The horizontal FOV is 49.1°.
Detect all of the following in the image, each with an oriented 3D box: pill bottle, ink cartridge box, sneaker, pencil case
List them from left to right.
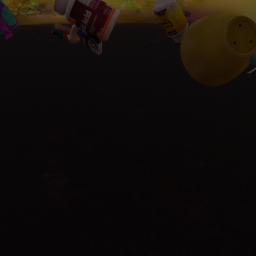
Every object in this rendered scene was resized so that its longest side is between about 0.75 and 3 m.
[{"bbox_3d":[-2.221,-1.961,4.237,0.518,1.216,0.562,-39,52,-7],"label":"pencil case"},{"bbox_3d":[-2.568,-3.799,11.298,1.140,0.456,0.407,11,44,-50],"label":"sneaker"},{"bbox_3d":[-1.215,-3.412,8.245,1.739,0.993,0.993,26,24,-10],"label":"pill bottle"},{"bbox_3d":[-1.545,-3.584,10.942,1.217,1.205,0.264,38,71,8],"label":"ink cartridge box"},{"bbox_3d":[1.384,-3.357,8.717,0.735,1.346,0.735,-27,37,22],"label":"pill bottle"}]

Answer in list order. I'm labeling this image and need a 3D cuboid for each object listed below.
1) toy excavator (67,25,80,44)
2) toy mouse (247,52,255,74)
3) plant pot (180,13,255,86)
[{"bbox_3d":[-1.551,-3.823,10.042,1.472,1.431,0.735,-19,61,-9],"label":"toy excavator"},{"bbox_3d":[2.801,-1.234,5.360,1.198,0.261,1.348,-10,47,-17],"label":"toy mouse"},{"bbox_3d":[2.693,-2.294,7.696,2.059,2.059,1.462,-7,0,-15],"label":"plant pot"}]
